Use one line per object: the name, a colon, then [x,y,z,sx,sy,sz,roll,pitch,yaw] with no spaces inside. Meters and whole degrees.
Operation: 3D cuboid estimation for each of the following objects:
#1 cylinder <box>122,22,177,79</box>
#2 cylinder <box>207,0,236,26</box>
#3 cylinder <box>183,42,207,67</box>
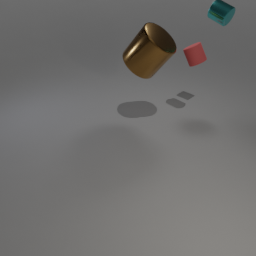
cylinder: [0.744,-2.700,9.879,1.400,1.400,1.400,22,47,-26]
cylinder: [3.344,-4.133,10.041,0.700,0.700,0.700,41,48,22]
cylinder: [2.557,-2.807,10.694,0.700,0.700,0.700,-24,16,7]
